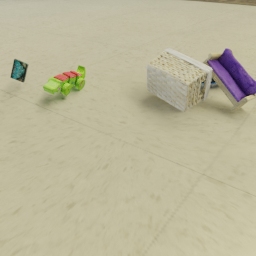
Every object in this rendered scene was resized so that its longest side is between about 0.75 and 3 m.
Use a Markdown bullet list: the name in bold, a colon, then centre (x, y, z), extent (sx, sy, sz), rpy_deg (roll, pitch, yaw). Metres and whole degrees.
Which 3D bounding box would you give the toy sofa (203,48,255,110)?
- **toy sofa**: centre (3.328, -1.633, 9.116), extent (0.811, 0.956, 1.959), rpy_deg (-17, 69, -44)

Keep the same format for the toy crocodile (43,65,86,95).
- **toy crocodile**: centre (-2.202, -1.723, 10.123), extent (0.767, 0.702, 2.272), rpy_deg (26, 30, 15)

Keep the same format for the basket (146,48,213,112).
- **basket**: centre (1.640, -1.608, 9.422), extent (1.187, 1.305, 1.925), rpy_deg (-36, 53, -27)

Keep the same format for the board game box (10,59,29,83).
- **board game box**: centre (-4.101, -2.157, 10.581), extent (0.531, 0.785, 0.111), rpy_deg (21, 31, -9)

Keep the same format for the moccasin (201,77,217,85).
- **moccasin**: centre (2.964, -2.062, 10.632), extent (2.255, 0.769, 0.907), rpy_deg (-8, 15, -20)
